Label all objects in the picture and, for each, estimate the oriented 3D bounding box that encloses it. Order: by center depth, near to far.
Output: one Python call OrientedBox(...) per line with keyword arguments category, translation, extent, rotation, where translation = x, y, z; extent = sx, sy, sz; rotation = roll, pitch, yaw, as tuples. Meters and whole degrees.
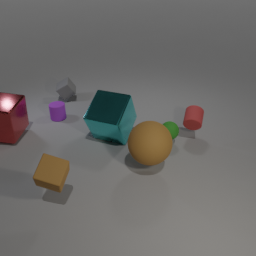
OrientedBox(category="cube", translation=(-1.969, 1.178, 7.278), extent=(0.700, 0.700, 0.700), rotation=(17, 62, -2))
OrientedBox(category="ball", translation=(0.687, 0.471, 8.778), extent=(1.400, 1.400, 1.400), rotation=(0, 29, 0))
OrientedBox(category="ball", translation=(1.555, 0.098, 10.481), extent=(0.700, 0.700, 0.700), rotation=(0, 29, 0))
OrientedBox(category="cube", translation=(-0.625, -0.405, 10.641), extent=(1.400, 1.400, 1.400), rotation=(12, 61, 19))
OrientedBox(category="cylinder", translation=(2.499, -0.387, 10.673), extent=(0.700, 0.700, 0.700), rotation=(9, 57, 15))
OrientedBox(category="cube", translation=(-4.807, -0.420, 10.738), extent=(1.400, 1.400, 1.400), rotation=(7, 35, 2))
OrientedBox(category="cylinder", translation=(-3.134, -0.747, 12.470), extent=(0.700, 0.700, 0.700), rotation=(-1, 29, 0))
OrientedBox(category="cube", translation=(-3.090, -1.972, 14.015), extent=(0.700, 0.700, 0.700), rotation=(-26, 40, 15))
